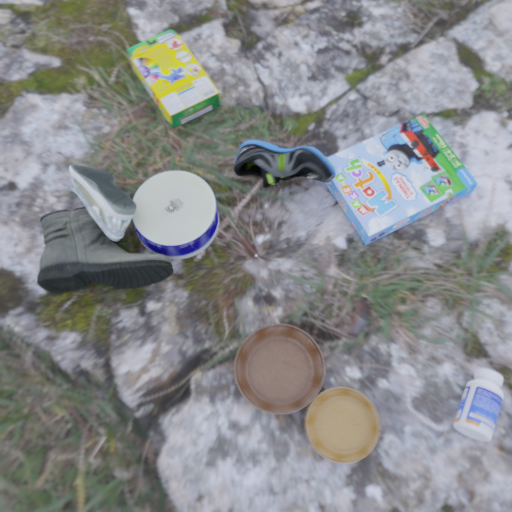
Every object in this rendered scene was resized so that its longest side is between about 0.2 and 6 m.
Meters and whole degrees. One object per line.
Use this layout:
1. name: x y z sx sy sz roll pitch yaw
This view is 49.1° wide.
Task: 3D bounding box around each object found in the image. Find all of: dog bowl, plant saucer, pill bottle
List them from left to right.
1. dog bowl: -1.513 -0.776 10.531 1.601 0.630 1.601 0 66 0
2. plant saucer: 0.392 1.926 9.532 1.525 0.279 1.525 -1 68 1
3. plant saucer: 1.408 2.745 9.116 1.190 0.211 1.190 -4 76 15
4. pill bottle: 3.683 2.420 9.175 0.598 0.598 1.067 24 69 10

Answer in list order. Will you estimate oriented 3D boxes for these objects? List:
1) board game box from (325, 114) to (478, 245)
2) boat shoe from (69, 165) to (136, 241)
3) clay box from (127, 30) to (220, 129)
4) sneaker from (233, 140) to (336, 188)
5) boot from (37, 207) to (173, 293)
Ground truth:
1. board game box: 2.727 -1.534 10.951 2.463 0.451 1.863 -26 69 -10
2. boat shoe: -2.935 -1.083 10.389 2.207 0.813 0.708 40 116 39
3. clay box: -1.776 -3.800 11.902 1.184 0.491 2.062 -29 70 -12
4. sneaker: 0.519 -1.638 10.681 2.129 0.755 0.882 13 65 27
5. boot: -2.777 -0.262 10.246 2.480 0.840 1.620 -4 62 -3
